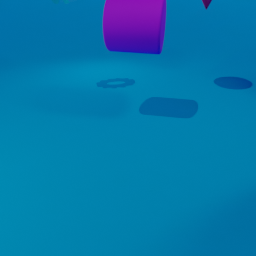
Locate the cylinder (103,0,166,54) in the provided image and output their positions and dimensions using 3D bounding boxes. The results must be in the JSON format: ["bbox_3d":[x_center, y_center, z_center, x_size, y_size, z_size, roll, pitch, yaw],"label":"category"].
[{"bbox_3d":[0.195,-2.483,6.731,1.314,1.314,1.314,6,30,10],"label":"cylinder"}]

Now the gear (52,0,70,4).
[{"bbox_3d":[-1.903,-4.214,7.904,1.332,1.332,0.246,3,0,5],"label":"gear"}]

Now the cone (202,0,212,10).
[{"bbox_3d":[2.292,-4.087,7.993,1.373,1.379,1.373,-4,40,3],"label":"cone"}]
